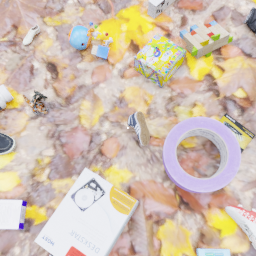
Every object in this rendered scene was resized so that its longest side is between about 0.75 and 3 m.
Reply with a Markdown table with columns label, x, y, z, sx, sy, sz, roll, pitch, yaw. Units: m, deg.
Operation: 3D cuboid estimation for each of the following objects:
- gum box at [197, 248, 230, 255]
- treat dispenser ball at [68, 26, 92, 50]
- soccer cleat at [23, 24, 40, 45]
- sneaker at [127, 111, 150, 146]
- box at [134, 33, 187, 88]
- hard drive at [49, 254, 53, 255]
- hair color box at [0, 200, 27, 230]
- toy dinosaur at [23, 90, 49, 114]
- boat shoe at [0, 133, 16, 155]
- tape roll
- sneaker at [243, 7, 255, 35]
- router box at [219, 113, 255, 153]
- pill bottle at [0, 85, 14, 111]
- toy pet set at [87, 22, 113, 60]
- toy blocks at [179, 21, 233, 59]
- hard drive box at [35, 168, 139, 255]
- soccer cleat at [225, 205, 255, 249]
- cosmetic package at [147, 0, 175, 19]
| label | x | y | z | sx | sy | sz | roll | pitch | yaw |
| --- | --- | --- | --- | --- | --- | --- | --- | --- | --- |
| gum box | 2.961 | 4.825 | 9.578 | 1.095 | 0.287 | 1.289 | 0 | 69 | 0 |
| treat dispenser ball | -2.164 | -4.085 | 12.685 | 1.046 | 1.046 | 1.046 | 0 | 69 | 0 |
| soccer cleat | -4.546 | -4.368 | 13.095 | 0.395 | 0.442 | 1.141 | 31 | 72 | 11 |
| sneaker | 0.394 | 0.058 | 10.939 | 0.475 | 0.735 | 1.355 | -13 | 91 | -35 |
| box | 1.377 | -2.959 | 12.234 | 1.590 | 1.007 | 1.650 | 38 | 74 | 14 |
| hard drive | -2.019 | 5.517 | 9.233 | 2.334 | 0.442 | 1.631 | 27 | 71 | 9 |
| hair color box | -4.696 | 3.118 | 10.087 | 1.850 | 0.600 | 1.011 | 2 | 69 | -1 |
| toy dinosaur | -3.871 | -1.088 | 11.760 | 1.292 | 0.660 | 0.877 | 30 | 87 | -11 |
| boat shoe | -5.691 | 0.390 | 11.053 | 2.547 | 0.793 | 0.950 | 18 | 68 | 6 |
| tape roll | 2.647 | 1.023 | 10.395 | 2.709 | 1.151 | 2.709 | -1 | 76 | 5 |
| sneaker | 6.460 | -5.375 | 13.266 | 1.257 | 0.834 | 2.209 | 43 | 77 | 13 |
| router box | 4.163 | 0.285 | 11.298 | 1.462 | 0.382 | 1.149 | 39 | 74 | 14 |
| pill bottle | -5.682 | -1.023 | 11.500 | 1.753 | 0.973 | 0.973 | -35 | 73 | -13 |
| toy pet set | -1.141 | -3.788 | 12.400 | 0.748 | 1.409 | 1.315 | 18 | 96 | 29 |
| toy blocks | 3.421 | -4.174 | 12.801 | 2.254 | 1.127 | 1.541 | -27 | 60 | -10 |
| hard drive box | -1.322 | 3.260 | 9.743 | 2.271 | 1.119 | 2.914 | 29 | 72 | 12 |
| soccer cleat | 4.520 | 3.684 | 9.719 | 2.659 | 0.912 | 1.133 | 33 | 68 | 7 |
| cosmetic package | 1.835 | -6.317 | 13.649 | 0.524 | 0.854 | 2.068 | 42 | 75 | 12 |
